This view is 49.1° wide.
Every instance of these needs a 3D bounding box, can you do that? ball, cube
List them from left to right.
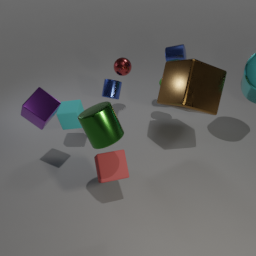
[{"bbox_3d":[-2.305,-0.503,7.383,0.700,0.700,0.700,37,61,-9],"label":"cube"},{"bbox_3d":[-1.884,-0.444,9.366,0.700,0.700,0.700,-5,41,8],"label":"cube"},{"bbox_3d":[-0.428,0.976,7.084,0.700,0.700,0.700,-9,-9,-13],"label":"cube"},{"bbox_3d":[-0.209,-2.368,10.833,0.700,0.700,0.700,0,32,0],"label":"ball"},{"bbox_3d":[1.978,-1.272,8.841,1.400,1.400,1.400,11,3,-29],"label":"cube"}]

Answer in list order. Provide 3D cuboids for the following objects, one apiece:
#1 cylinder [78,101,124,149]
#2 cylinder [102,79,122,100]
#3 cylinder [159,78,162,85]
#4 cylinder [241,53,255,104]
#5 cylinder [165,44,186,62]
[{"bbox_3d":[-0.524,-0.059,5.490,0.700,0.700,0.700,-22,19,8],"label":"cylinder"},{"bbox_3d":[-0.639,-1.525,11.038,0.700,0.700,0.700,11,4,-1],"label":"cylinder"},{"bbox_3d":[1.630,-1.568,10.668,0.700,0.700,0.700,-19,39,16],"label":"cylinder"},{"bbox_3d":[4.405,-1.589,8.941,1.400,1.400,1.400,13,-7,19],"label":"cylinder"},{"bbox_3d":[1.844,-2.812,10.784,0.700,0.700,0.700,-5,29,21],"label":"cylinder"}]
